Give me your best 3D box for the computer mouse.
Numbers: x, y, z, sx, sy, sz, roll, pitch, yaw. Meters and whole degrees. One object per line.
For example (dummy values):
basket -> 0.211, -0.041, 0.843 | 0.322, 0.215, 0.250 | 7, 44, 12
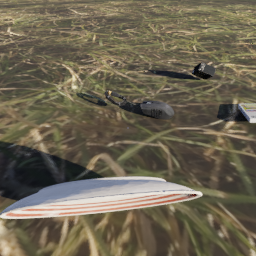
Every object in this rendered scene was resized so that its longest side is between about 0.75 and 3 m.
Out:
computer mouse -> 0.339, -0.812, 8.664 | 2.290, 0.390, 0.671 | 17, 42, 8

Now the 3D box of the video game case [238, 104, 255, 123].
video game case -> 4.136, -0.460, 8.348 | 1.357, 0.150, 1.235 | -1, 25, 6

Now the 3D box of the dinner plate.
dinner plate -> -0.349, 1.034, 4.110 | 2.793, 2.793, 0.339 | -3, 72, -5

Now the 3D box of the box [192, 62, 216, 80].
box -> 2.896, -2.171, 10.726 | 0.627, 0.350, 0.889 | 24, -1, -4
